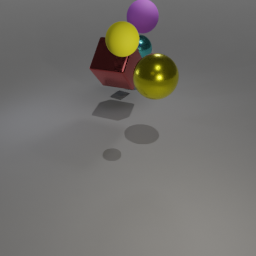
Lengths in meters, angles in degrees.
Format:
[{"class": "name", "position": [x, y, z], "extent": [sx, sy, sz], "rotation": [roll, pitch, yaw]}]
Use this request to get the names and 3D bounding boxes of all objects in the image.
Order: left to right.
[{"class": "cube", "position": [-0.415, -2.471, 10.798], "extent": [1.400, 1.400, 1.400], "rotation": [11, 76, 21]}, {"class": "ball", "position": [-0.119, -1.835, 5.793], "extent": [0.700, 0.700, 0.700], "rotation": [0, 30, 0]}, {"class": "ball", "position": [0.580, -4.232, 14.889], "extent": [1.400, 1.400, 1.400], "rotation": [0, 30, 0]}, {"class": "ball", "position": [0.638, -4.871, 12.256], "extent": [1.400, 1.400, 1.400], "rotation": [0, 30, 0]}, {"class": "ball", "position": [0.845, -1.564, 8.551], "extent": [1.400, 1.400, 1.400], "rotation": [0, 30, 0]}]
